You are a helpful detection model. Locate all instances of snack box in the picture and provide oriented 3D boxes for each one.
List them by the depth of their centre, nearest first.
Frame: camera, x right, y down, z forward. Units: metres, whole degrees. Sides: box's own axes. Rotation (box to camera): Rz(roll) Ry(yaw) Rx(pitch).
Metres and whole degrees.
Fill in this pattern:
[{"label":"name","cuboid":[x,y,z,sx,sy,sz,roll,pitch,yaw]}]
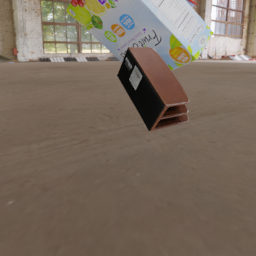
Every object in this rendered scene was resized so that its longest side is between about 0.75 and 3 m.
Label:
[{"label":"snack box","cuboid":[0.144,-2.259,5.900,2.523,0.854,2.128,39,-19,-18]}]

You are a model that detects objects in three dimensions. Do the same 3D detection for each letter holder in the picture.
[{"label":"letter holder","cuboid":[0.570,-0.728,4.899,0.950,0.672,1.337,-12,59,-29]}]

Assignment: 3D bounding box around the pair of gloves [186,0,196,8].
[{"label":"pair of gloves","cuboid":[0.758,-3.440,9.024,2.913,2.342,0.332,22,31,-12]}]
